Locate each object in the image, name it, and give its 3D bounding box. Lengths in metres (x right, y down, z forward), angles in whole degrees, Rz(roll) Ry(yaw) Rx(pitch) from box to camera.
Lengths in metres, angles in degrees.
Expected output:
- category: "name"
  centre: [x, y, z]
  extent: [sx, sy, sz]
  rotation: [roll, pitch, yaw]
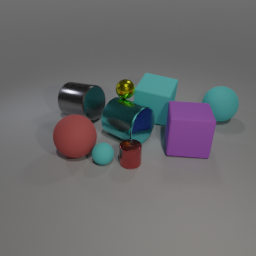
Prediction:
- category: "cube"
  centre: [2.033, 0.028, 9.435]
  extent: [1.400, 1.400, 1.400]
  rotation: [4, 29, 4]
- category: "ball"
  centre: [-1.714, 0.263, 9.086]
  extent: [1.400, 1.400, 1.400]
  rotation: [0, 30, 0]
- category: "cylinder"
  centre: [-1.863, -1.105, 11.353]
  extent: [1.400, 1.400, 1.400]
  rotation: [13, 32, 32]
- category: "ball"
  centre: [-0.088, -1.376, 9.918]
  extent: [0.700, 0.700, 0.700]
  rotation: [0, 30, 0]
- category: "cylinder"
  centre: [0.007, -0.270, 10.010]
  extent: [1.400, 1.400, 1.400]
  rotation: [23, 37, 34]
- category: "ball"
  centre: [3.674, -0.958, 11.175]
  extent: [1.400, 1.400, 1.400]
  rotation: [0, 30, 0]
- category: "cube"
  centre: [1.100, -1.171, 11.266]
  extent: [1.400, 1.400, 1.400]
  rotation: [15, 42, 14]
- category: "ball"
  centre: [-0.794, 0.809, 8.854]
  extent: [0.700, 0.700, 0.700]
  rotation: [0, 30, 0]
- category: "cylinder"
  centre: [0.077, 0.816, 8.824]
  extent: [0.700, 0.700, 0.700]
  rotation: [0, 30, 0]
